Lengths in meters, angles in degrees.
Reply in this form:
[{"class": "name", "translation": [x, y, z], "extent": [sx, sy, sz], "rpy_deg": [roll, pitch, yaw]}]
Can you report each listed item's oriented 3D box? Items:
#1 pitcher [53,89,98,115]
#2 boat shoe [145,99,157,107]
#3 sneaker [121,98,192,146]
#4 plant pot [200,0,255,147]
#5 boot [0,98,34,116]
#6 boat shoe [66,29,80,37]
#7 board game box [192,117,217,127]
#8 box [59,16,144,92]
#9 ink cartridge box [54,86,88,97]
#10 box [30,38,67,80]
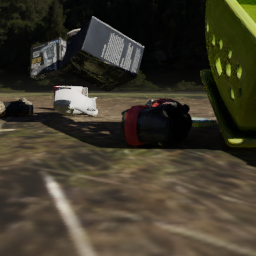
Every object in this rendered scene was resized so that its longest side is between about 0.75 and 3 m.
[{"class": "pitcher", "translation": [-2.156, -0.957, 11.608], "extent": [1.768, 1.072, 1.517], "rpy_deg": [9, 18, -17]}, {"class": "boat shoe", "translation": [1.203, -0.951, 13.345], "extent": [0.577, 0.668, 1.840], "rpy_deg": [42, -7, -14]}, {"class": "sneaker", "translation": [0.941, -0.163, 6.430], "extent": [1.289, 0.932, 2.638], "rpy_deg": [4, 12, 28]}, {"class": "plant pot", "translation": [3.088, -1.216, 5.609], "extent": [2.876, 2.622, 2.890], "rpy_deg": [-2, 45, -2]}, {"class": "boot", "translation": [-4.922, -0.855, 11.748], "extent": [1.425, 0.693, 1.893], "rpy_deg": [-6, 17, -37]}, {"class": "boat shoe", "translation": [-1.951, -3.879, 11.579], "extent": [1.153, 0.361, 0.419], "rpy_deg": [-18, 8, -13]}, {"class": "board game box", "translation": [2.112, -0.209, 9.121], "extent": [0.846, 0.183, 1.257], "rpy_deg": [-6, 11, -33]}, {"class": "box", "translation": [-0.810, -2.089, 8.394], "extent": [1.781, 1.123, 1.812], "rpy_deg": [24, -19, -27]}, {"class": "ink cartridge box", "translation": [-2.836, -1.448, 13.772], "extent": [2.040, 1.188, 0.688], "rpy_deg": [9, 12, 44]}, {"class": "box", "translation": [-2.844, -2.443, 9.995], "extent": [1.469, 1.159, 0.366], "rpy_deg": [-6, -9, 29]}]
